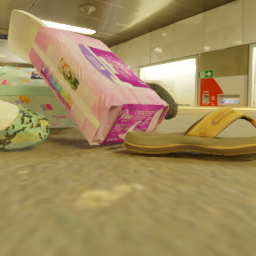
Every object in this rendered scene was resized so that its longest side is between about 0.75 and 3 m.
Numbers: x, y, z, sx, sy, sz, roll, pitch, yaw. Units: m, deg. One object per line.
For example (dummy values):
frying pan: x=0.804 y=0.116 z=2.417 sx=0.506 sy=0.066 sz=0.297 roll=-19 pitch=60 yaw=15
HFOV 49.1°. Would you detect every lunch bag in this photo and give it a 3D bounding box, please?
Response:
lunch bag: x=-2.073 y=-0.741 z=6.784 sx=1.930 sy=1.382 sz=2.266 roll=0 pitch=-7 yaw=-13

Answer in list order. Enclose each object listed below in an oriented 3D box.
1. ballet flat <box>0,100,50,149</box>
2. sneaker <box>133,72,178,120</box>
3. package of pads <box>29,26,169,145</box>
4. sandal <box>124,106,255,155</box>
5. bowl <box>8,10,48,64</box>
ballet flat: x=-2.202 y=-0.153 z=4.208 sx=2.115 sy=0.785 sz=0.785 roll=3 pitch=6 yaw=20
sneaker: x=0.093 y=-0.774 z=6.991 sx=1.061 sy=0.934 sz=2.507 roll=-30 pitch=46 yaw=-34
package of pads: x=-0.572 y=-0.807 z=5.021 sx=1.473 sy=0.925 sz=2.445 roll=-5 pitch=43 yaw=-46
sandal: x=1.068 y=0.022 z=3.721 sx=2.316 sy=0.626 sz=0.930 roll=0 pitch=-1 yaw=15
bowl: x=-2.073 y=-1.936 z=5.984 sx=0.961 sy=0.960 sz=0.359 roll=32 pitch=32 yaw=16
